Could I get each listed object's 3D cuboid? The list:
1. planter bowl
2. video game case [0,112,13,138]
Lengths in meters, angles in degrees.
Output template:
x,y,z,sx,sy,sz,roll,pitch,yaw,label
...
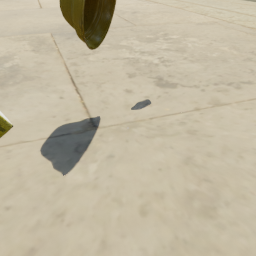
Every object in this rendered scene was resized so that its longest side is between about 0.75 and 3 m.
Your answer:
x,y,z,sx,sy,sz,roll,pitch,yaw,label
-1.075,-3.241,7.064,0.956,2.296,2.296,18,35,9,planter bowl
-2.286,-0.915,2.881,2.301,2.080,0.293,45,76,0,video game case
